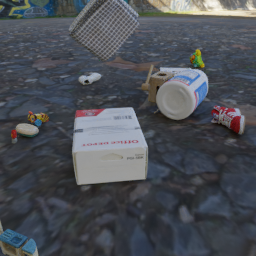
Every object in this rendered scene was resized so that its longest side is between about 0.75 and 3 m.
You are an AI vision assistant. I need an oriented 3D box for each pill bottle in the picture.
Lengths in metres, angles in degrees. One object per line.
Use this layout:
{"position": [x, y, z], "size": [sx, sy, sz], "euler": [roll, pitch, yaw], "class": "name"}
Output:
{"position": [2.301, -1.471, 11.118], "size": [1.507, 1.507, 2.685], "euler": [14, 30, 26], "class": "pill bottle"}

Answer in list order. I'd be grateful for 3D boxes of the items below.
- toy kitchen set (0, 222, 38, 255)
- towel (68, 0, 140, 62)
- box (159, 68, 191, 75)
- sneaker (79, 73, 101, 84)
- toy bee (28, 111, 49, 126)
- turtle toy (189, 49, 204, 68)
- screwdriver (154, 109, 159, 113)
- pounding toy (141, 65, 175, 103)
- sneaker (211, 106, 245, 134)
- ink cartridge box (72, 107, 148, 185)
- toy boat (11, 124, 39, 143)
{"position": [-2.313, 2.151, 4.816], "size": [1.259, 0.741, 1.008], "euler": [11, 29, 22], "class": "toy kitchen set"}
{"position": [-0.854, -3.861, 10.658], "size": [1.892, 2.285, 0.978], "euler": [31, 28, -38], "class": "towel"}
{"position": [2.543, -2.637, 14.595], "size": [1.750, 0.441, 2.425], "euler": [2, 26, 3], "class": "box"}
{"position": [-1.887, -2.453, 14.329], "size": [1.198, 0.448, 0.597], "euler": [-20, 45, -24], "class": "sneaker"}
{"position": [-3.275, -0.342, 9.918], "size": [0.691, 0.573, 1.055], "euler": [9, 28, 14], "class": "toy bee"}
{"position": [4.199, -4.253, 17.306], "size": [0.715, 1.031, 1.414], "euler": [-17, 23, 14], "class": "turtle toy"}
{"position": [1.439, -0.881, 11.367], "size": [0.250, 0.240, 1.721], "euler": [38, 37, 4], "class": "screwdriver"}
{"position": [1.314, -1.834, 11.715], "size": [0.818, 1.571, 1.789], "euler": [15, 31, 27], "class": "pounding toy"}
{"position": [3.438, -0.299, 9.738], "size": [1.010, 0.640, 1.796], "euler": [9, 21, 8], "class": "sneaker"}
{"position": [-0.568, 0.396, 7.919], "size": [1.842, 1.040, 2.510], "euler": [-3, 27, -6], "class": "ink cartridge box"}
{"position": [-3.452, 0.172, 9.152], "size": [0.785, 0.434, 0.934], "euler": [16, 23, 20], "class": "toy boat"}
